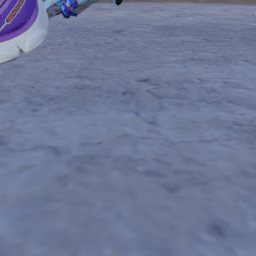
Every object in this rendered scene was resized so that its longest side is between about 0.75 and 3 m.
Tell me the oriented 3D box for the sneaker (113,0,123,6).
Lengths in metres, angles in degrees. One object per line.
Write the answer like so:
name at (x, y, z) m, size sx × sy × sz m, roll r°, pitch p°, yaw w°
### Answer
sneaker at (-0.340, -3.429, 6.944) m, size 0.271 × 0.821 × 0.322 m, roll -34°, pitch 73°, yaw -6°

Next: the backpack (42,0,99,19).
backpack at (-2.251, -4.487, 9.428) m, size 2.283 × 1.536 × 2.084 m, roll -31°, pitch 16°, yaw 6°

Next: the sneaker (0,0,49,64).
sneaker at (-2.160, -1.015, 2.922) m, size 2.529 × 1.055 × 1.020 m, roll -29°, pitch 46°, yaw -9°
